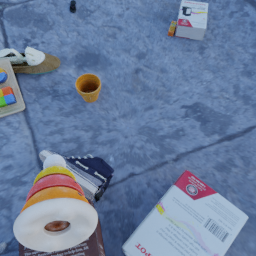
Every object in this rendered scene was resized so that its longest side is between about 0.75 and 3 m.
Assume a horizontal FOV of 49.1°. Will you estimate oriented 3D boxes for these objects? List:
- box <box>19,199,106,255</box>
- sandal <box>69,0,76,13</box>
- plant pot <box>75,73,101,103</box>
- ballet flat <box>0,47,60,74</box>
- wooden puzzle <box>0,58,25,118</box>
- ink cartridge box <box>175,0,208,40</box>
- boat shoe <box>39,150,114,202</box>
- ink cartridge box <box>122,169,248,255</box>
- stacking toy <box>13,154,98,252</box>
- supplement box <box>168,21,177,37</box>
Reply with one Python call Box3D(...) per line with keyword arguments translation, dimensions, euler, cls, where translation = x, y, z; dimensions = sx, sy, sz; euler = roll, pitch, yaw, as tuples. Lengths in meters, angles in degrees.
Box3D(translation=(-1.554, 3.402, 7.204), dimensions=(1.908, 1.888, 2.300), euler=(-12, 57, -5), cls="box")
Box3D(translation=(-2.642, -5.832, 13.343), dimensions=(0.325, 0.207, 0.864), euler=(-7, 61, -4), cls="sandal")
Box3D(translation=(-1.458, -1.424, 10.552), dimensions=(0.930, 0.852, 0.930), euler=(0, 61, -1), cls="plant pot")
Box3D(translation=(-4.245, -2.735, 11.156), dimensions=(2.923, 1.057, 0.991), euler=(-2, 62, -1), cls="ballet flat")
Box3D(translation=(-5.174, -1.404, 10.388), dimensions=(2.068, 0.517, 2.232), euler=(-20, 83, -10), cls="wooden puzzle")
Box3D(translation=(2.850, -4.840, 12.510), dimensions=(1.241, 0.705, 1.703), euler=(10, 62, 5), cls="ink cartridge box")
Box3D(translation=(-1.618, 1.262, 9.160), dimensions=(2.499, 0.933, 1.159), euler=(33, 55, 13), cls="boat shoe")
Box3D(translation=(1.539, 3.022, 7.893), dimensions=(2.133, 1.212, 2.927), euler=(38, 68, 19), cls="ink cartridge box")
Box3D(translation=(-1.730, 1.465, 6.646), dimensions=(1.731, 1.731, 2.369), euler=(-13, 42, -7), cls="stacking toy")
Box3D(translation=(1.990, -4.468, 12.570), dimensions=(0.254, 0.262, 0.762), euler=(15, 60, 6), cls="supplement box")
